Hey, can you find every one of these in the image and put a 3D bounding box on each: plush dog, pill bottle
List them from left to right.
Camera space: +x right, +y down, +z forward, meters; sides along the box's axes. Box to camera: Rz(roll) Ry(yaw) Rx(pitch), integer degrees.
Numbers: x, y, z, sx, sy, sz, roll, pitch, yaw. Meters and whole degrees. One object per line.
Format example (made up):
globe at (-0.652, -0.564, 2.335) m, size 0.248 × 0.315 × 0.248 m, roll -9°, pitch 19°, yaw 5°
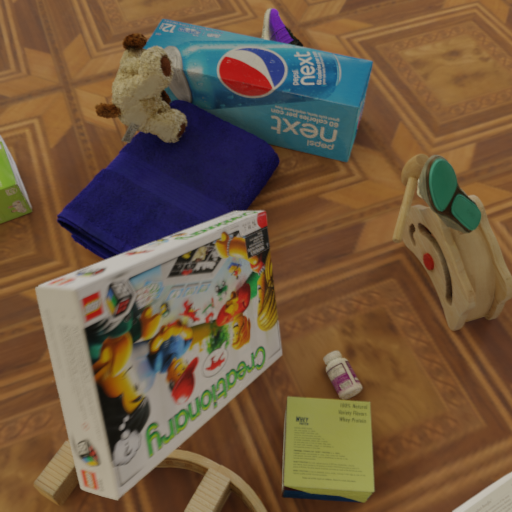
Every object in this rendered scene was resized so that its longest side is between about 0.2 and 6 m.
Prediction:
plush dog at (-2.180, -3.193, 10.560) m, size 1.527 × 1.903 × 1.635 m, roll -8°, pitch 49°, yaw 3°
pill bottle at (1.382, 1.923, 9.090) m, size 0.406 × 0.406 × 0.723 m, roll -19°, pitch 60°, yaw -12°

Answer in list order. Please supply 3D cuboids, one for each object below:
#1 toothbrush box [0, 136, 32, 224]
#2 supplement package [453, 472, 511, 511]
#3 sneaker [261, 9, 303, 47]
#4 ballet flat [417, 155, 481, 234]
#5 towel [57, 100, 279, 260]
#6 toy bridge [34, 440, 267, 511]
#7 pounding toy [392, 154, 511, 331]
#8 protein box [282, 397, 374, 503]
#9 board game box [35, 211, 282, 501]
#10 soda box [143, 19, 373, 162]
toothbrush box at (-5.704, -1.266, 10.849) m, size 2.132 × 0.918 × 1.552 m, roll -23°, pitch 60°, yaw -13°
supplement package at (3.068, 3.719, 7.231) m, size 1.998 × 1.556 × 1.108 m, roll -25°, pitch 60°, yaw -15°
sneaker at (0.640, -5.169, 13.579) m, size 0.985 × 0.689 × 1.981 m, roll 3°, pitch 61°, yaw -5°
ballet flat at (2.723, -0.883, 8.311) m, size 0.620 × 1.946 × 0.656 m, roll 24°, pitch 84°, yaw 46°
towel at (-1.559, -1.220, 10.910) m, size 2.793 × 0.937 × 3.782 m, roll 30°, pitch 61°, yaw 10°
toy bridge at (-0.801, 3.678, 7.762) m, size 4.519 × 0.615 × 1.519 m, roll 22°, pitch 54°, yaw 17°
pounding toy at (3.008, -0.129, 9.827) m, size 1.702 × 1.697 × 2.967 m, roll -15°, pitch 78°, yaw -8°
protein box at (1.023, 2.843, 8.221) m, size 1.248 × 0.848 × 1.257 m, roll 3°, pitch 57°, yaw 2°
board game box at (-0.936, 0.974, 7.506) m, size 0.672 × 2.453 × 3.886 m, roll 2°, pitch 17°, yaw 31°
soda box at (-0.055, -3.537, 11.911) m, size 4.656 × 1.579 × 1.494 m, roll 14°, pitch 58°, yaw 9°
